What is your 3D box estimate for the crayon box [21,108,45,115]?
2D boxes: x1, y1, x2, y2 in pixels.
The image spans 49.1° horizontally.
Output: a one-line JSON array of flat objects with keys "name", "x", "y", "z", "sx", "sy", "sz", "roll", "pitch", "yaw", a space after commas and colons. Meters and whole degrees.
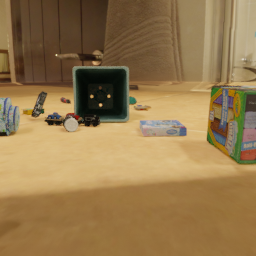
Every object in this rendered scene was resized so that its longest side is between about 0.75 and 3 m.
[{"name": "crayon box", "x": -4.564, "y": -0.800, "z": 13.324, "sx": 0.976, "sy": 0.252, "sz": 0.614, "roll": -9, "pitch": 15, "yaw": -40}]

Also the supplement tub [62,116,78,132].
[{"name": "supplement tub", "x": -2.017, "y": -0.153, "z": 9.720, "sx": 0.471, "sy": 0.471, "sz": 0.769, "roll": -4, "pitch": 13, "yaw": -20}]

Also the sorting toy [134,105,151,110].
[{"name": "sorting toy", "x": 0.753, "y": -1.033, "z": 14.667, "sx": 0.712, "sy": 0.172, "sz": 1.264, "roll": -10, "pitch": 15, "yaw": -25}]

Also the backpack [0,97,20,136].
[{"name": "backpack", "x": -4.004, "y": -0.401, "z": 9.134, "sx": 0.874, "sy": 1.190, "sz": 1.089, "roll": -3, "pitch": 11, "yaw": -12}]

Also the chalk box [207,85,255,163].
[{"name": "chalk box", "x": 3.188, "y": -0.122, "z": 6.789, "sx": 1.661, "sy": 1.649, "sz": 2.661, "roll": 1, "pitch": 13, "yaw": -3}]

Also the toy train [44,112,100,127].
[{"name": "toy train", "x": -2.102, "y": -0.332, "z": 10.491, "sx": 2.178, "sy": 0.499, "sz": 0.372, "roll": 2, "pitch": 12, "yaw": 9}]

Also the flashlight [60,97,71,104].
[{"name": "flashlight", "x": -3.914, "y": -1.727, "z": 17.524, "sx": 0.340, "sy": 0.341, "sz": 1.005, "roll": -8, "pitch": 14, "yaw": -33}]

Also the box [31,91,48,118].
[{"name": "box", "x": -3.690, "y": -0.958, "z": 11.631, "sx": 0.226, "sy": 1.037, "sz": 0.831, "roll": 22, "pitch": -12, "yaw": -26}]

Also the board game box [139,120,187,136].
[{"name": "board game box", "x": 1.134, "y": -0.014, "z": 9.453, "sx": 1.386, "sy": 0.302, "sz": 1.392, "roll": -2, "pitch": 12, "yaw": -3}]

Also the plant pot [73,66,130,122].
[{"name": "plant pot", "x": -1.143, "y": -1.373, "z": 11.934, "sx": 2.175, "sy": 2.169, "sz": 2.215, "roll": -1, "pitch": 4, "yaw": -6}]

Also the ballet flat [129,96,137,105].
[{"name": "ballet flat", "x": 0.043, "y": -1.688, "z": 17.059, "sx": 1.461, "sy": 0.493, "sz": 0.456, "roll": 9, "pitch": 5, "yaw": 37}]
